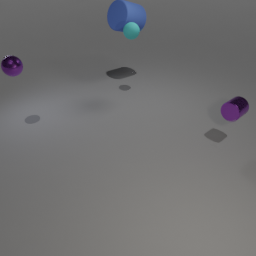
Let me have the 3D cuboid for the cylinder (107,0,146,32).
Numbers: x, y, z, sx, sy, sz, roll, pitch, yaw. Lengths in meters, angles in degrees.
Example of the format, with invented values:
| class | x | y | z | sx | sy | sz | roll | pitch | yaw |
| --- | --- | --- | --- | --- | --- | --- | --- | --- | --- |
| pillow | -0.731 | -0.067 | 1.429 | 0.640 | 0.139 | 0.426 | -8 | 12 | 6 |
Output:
| class | x | y | z | sx | sy | sz | roll | pitch | yaw |
| --- | --- | --- | --- | --- | --- | --- | --- | --- | --- |
| cylinder | -0.056 | -5.408 | 13.677 | 1.400 | 1.400 | 1.400 | 27 | 25 | 36 |

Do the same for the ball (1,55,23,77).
| class | x | y | z | sx | sy | sz | roll | pitch | yaw |
| --- | --- | --- | --- | --- | --- | --- | --- | --- | --- |
| ball | -3.909 | -2.089 | 9.449 | 0.700 | 0.700 | 0.700 | 0 | 32 | 0 |

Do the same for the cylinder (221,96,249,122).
| class | x | y | z | sx | sy | sz | roll | pitch | yaw |
| --- | --- | --- | --- | --- | --- | --- | --- | --- | --- |
| cylinder | 3.670 | -0.658 | 9.623 | 0.700 | 0.700 | 0.700 | -28 | 41 | -37 |

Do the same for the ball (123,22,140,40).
| class | x | y | z | sx | sy | sz | roll | pitch | yaw |
| --- | --- | --- | --- | --- | --- | --- | --- | --- | --- |
| ball | 0.145 | -4.138 | 11.946 | 0.700 | 0.700 | 0.700 | 0 | 32 | 0 |
